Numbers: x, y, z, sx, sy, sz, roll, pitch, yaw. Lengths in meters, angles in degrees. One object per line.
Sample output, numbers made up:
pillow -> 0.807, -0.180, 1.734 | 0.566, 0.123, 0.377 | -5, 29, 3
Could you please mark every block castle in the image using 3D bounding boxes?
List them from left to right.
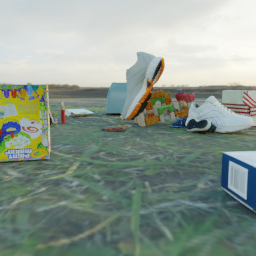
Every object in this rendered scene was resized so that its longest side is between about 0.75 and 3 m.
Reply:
block castle -> 1.513, -1.032, 12.628 | 2.732, 1.282, 1.825 | -13, 9, -3

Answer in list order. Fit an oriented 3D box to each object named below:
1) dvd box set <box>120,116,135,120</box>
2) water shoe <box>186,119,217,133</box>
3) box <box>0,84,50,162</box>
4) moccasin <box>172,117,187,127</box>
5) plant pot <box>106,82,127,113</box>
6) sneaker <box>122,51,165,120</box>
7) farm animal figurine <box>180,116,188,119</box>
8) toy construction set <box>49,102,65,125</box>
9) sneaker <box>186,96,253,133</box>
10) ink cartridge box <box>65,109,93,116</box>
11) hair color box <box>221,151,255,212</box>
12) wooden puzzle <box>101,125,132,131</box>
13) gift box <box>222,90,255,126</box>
dvd box set -> -0.006, -0.547, 15.069 | 0.721, 0.145, 0.985 | -2, 8, -12
water shoe -> 2.677, 0.005, 10.352 | 0.579, 0.525, 1.468 | 30, -5, -16
box -> -2.751, -0.157, 6.504 | 1.774, 1.709, 1.082 | -1, 8, -14
moccasin -> 2.283, -0.262, 11.972 | 0.502, 0.425, 1.247 | 7, 10, 40
plant pot -> -0.475, -1.903, 17.794 | 1.902, 1.937, 1.897 | -1, 3, -4
sneaker -> 0.290, -1.486, 9.806 | 1.137, 2.472, 0.936 | 32, 11, 21
farm animal figurine -> 3.124, -0.510, 12.896 | 1.312, 0.660, 1.059 | -2, 8, -8
toy construction set -> -3.931, -0.988, 12.627 | 2.204, 1.693, 1.838 | -6, 10, -39
sneaker -> 3.371, -0.540, 10.645 | 2.683, 1.333, 1.045 | 7, 11, 42
ink cartridge box -> -2.919, -0.856, 16.819 | 1.250, 0.369, 1.561 | -4, 15, -32
hair color box -> 2.569, 0.722, 4.108 | 2.070, 0.626, 1.035 | -1, 8, -7
wooden puzzle -> -0.434, 0.001, 10.975 | 1.197, 0.084, 0.710 | -4, 11, 18
gift box -> 5.339, -1.056, 12.534 | 1.788, 1.938, 1.809 | -9, 12, -22
